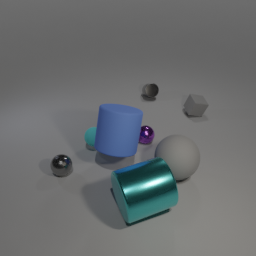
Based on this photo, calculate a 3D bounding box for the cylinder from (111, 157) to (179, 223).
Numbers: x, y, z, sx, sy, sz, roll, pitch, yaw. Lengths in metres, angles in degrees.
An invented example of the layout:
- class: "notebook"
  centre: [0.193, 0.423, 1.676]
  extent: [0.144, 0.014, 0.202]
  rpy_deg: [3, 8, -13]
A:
- class: "cylinder"
  centre: [0.412, 1.632, 7.502]
  extent: [1.400, 1.400, 1.400]
  rpy_deg: [-16, 34, -15]

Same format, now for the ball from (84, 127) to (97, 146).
- class: "ball"
  centre: [-1.223, 0.315, 10.113]
  extent: [0.700, 0.700, 0.700]
  rpy_deg: [0, 31, 0]

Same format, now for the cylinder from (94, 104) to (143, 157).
- class: "cylinder"
  centre: [-0.308, 0.044, 8.990]
  extent: [1.400, 1.400, 1.400]
  rpy_deg: [9, 14, -2]

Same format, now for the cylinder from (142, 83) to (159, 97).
- class: "cylinder"
  centre: [1.117, -1.887, 14.030]
  extent: [0.700, 0.700, 0.700]
  rpy_deg: [-6, 8, -10]

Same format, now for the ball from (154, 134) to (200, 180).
- class: "ball"
  centre: [1.516, 0.897, 8.663]
  extent: [1.400, 1.400, 1.400]
  rpy_deg: [0, 31, 0]

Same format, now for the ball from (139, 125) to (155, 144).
- class: "ball"
  centre: [0.663, 0.251, 10.649]
  extent: [0.700, 0.700, 0.700]
  rpy_deg: [0, 31, 0]

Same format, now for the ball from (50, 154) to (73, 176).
- class: "ball"
  centre: [-2.150, 1.195, 9.052]
  extent: [0.700, 0.700, 0.700]
  rpy_deg: [0, 31, 0]

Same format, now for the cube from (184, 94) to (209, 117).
- class: "cube"
  centre: [3.025, -1.013, 12.487]
  extent: [0.700, 0.700, 0.700]
  rpy_deg: [6, 41, -21]
